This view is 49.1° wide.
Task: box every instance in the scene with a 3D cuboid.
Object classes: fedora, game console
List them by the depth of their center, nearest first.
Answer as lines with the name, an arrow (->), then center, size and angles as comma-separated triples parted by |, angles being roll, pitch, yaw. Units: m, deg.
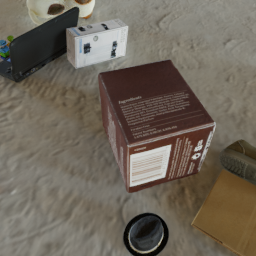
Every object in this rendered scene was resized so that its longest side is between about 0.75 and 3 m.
fedora -> 0.431, 2.435, 6.566 | 1.139, 0.520, 1.139 | 0, 50, 0
game console -> -3.397, -3.159, 10.141 | 2.616, 1.731, 2.974 | 23, 52, 34

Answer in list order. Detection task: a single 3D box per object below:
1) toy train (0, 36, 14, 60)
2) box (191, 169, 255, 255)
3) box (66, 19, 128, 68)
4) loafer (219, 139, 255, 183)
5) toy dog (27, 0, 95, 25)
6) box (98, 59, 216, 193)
toy train -> -4.590, -3.366, 11.232 | 0.571, 0.780, 1.349 | 26, 55, 19
box -> 2.719, 2.099, 7.052 | 1.557, 0.203, 1.905 | 28, 56, 22
box -> -1.139, -3.215, 10.584 | 2.261, 1.319, 0.680 | -22, 53, -29
loafer -> 3.904, 1.090, 7.320 | 2.878, 1.082, 1.002 | 30, 60, 23
toy dog -> -2.960, -5.974, 12.648 | 2.944, 2.054, 2.855 | 9, 68, 6
box -> 0.591, -0.095, 7.597 | 2.154, 2.176, 2.623 | -14, 52, -11
